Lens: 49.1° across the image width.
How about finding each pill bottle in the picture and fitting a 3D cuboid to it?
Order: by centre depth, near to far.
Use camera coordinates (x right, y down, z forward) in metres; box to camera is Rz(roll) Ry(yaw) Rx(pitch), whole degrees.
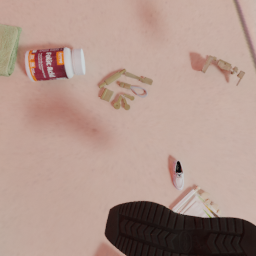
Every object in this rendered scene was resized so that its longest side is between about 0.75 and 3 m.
[{"bbox_3d":[-1.990,-1.777,7.794,1.507,0.860,0.860,-6,74,-1],"label":"pill bottle"}]

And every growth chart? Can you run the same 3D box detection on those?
[{"bbox_3d":[1.868,2.419,6.980,1.234,0.151,1.705,-32,76,-9],"label":"growth chart"}]

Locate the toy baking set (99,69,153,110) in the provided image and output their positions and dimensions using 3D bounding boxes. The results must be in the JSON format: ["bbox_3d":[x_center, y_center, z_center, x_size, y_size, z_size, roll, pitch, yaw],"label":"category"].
[{"bbox_3d":[-0.079,-1.129,8.000,1.484,0.173,1.139,-40,81,-10],"label":"toy baking set"}]

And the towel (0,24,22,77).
[{"bbox_3d":[-3.874,-2.327,8.249,1.256,0.309,1.693,4,74,2],"label":"towel"}]

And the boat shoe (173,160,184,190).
[{"bbox_3d":[1.301,1.215,7.266,0.288,0.256,0.783,-6,74,-2],"label":"boat shoe"}]

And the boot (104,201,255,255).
[{"bbox_3d":[0.853,1.651,4.101,2.097,1.451,0.812,4,69,28],"label":"boot"}]

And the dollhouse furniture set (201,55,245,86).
[{"bbox_3d":[2.718,-1.635,8.024,1.084,0.562,0.480,28,116,7],"label":"dollhouse furniture set"}]
